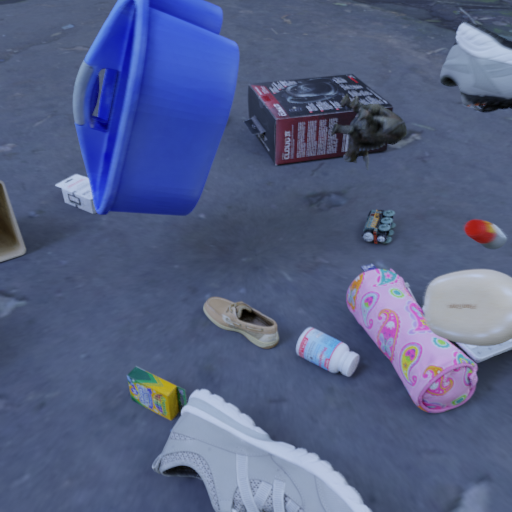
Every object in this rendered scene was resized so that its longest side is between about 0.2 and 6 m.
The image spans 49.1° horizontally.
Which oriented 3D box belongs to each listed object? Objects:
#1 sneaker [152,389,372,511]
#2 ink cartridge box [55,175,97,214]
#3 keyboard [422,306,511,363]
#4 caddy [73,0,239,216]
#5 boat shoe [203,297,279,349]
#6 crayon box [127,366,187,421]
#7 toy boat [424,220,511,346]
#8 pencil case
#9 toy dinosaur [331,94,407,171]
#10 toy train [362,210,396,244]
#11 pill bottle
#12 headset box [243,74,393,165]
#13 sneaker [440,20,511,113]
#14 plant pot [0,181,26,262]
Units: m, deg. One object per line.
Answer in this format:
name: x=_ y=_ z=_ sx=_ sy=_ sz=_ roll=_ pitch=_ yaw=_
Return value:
sneaker: x=0.116 y=2.804 z=6.489 sx=3.018 sy=1.128 sz=1.237 roll=22 pitch=59 yaw=33
ink cartridge box: x=-3.840 y=-1.400 z=12.552 sx=1.164 sy=0.395 sz=0.675 roll=22 pitch=41 yaw=27
keyboard: x=4.437 y=0.776 z=9.045 sx=4.041 sy=0.215 sz=1.137 roll=-11 pitch=48 yaw=-31
caddy: x=-1.803 y=-2.386 z=8.790 sx=2.027 sy=3.861 sz=2.730 roll=5 pitch=42 yaw=-24
boat shoe: x=-0.246 y=0.974 z=9.223 sx=1.494 sy=0.482 sz=0.532 roll=23 pitch=42 yaw=28
crayon box: x=-1.383 y=1.950 z=7.835 sx=0.863 sy=0.542 sz=0.223 roll=18 pitch=40 yaw=23
toy boat: x=2.405 y=0.285 z=5.970 sx=0.626 sy=1.347 sz=1.132 roll=13 pitch=-7 yaw=-44
pencil case: x=2.273 y=1.171 z=8.470 sx=1.070 sy=1.070 sz=2.447 roll=-10 pitch=37 yaw=-14
toy dinosaur: x=2.028 y=-2.201 z=9.453 sx=1.152 sy=0.867 sz=2.252 roll=17 pitch=-8 yaw=-20
toy train: x=2.519 y=-0.601 z=11.486 sx=0.577 sy=0.431 sz=1.012 roll=2 pitch=36 yaw=24
pill bottle: x=1.093 y=1.479 z=8.535 sx=0.887 sy=0.483 sz=0.483 roll=23 pitch=42 yaw=30
headset box: x=1.436 y=-3.682 z=14.880 sx=3.466 sy=1.338 sz=2.579 roll=-11 pitch=37 yaw=-13
sneaker: x=3.273 y=-2.199 z=7.266 sx=0.889 sy=0.954 sz=2.406 roll=11 pitch=32 yaw=-27
plant pot: x=-5.568 y=-0.686 z=10.769 sx=1.539 sy=1.538 sz=1.363 roll=-22 pitch=31 yaw=-27
